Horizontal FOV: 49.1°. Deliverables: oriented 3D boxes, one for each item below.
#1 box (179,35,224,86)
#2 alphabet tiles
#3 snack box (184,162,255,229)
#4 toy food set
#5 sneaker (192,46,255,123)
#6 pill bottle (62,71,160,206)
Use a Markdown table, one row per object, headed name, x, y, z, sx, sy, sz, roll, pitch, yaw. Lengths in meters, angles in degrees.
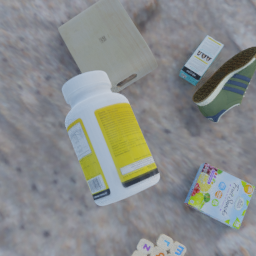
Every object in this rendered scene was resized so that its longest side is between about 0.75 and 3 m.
| name | x | y | z | sx | sy | sz | roll | pitch | yaw |
| --- | --- | --- | --- | --- | --- | --- | --- | --- | --- |
| box | 2.071 | -1.907 | 7.901 | 0.571 | 0.341 | 1.387 | 35 | 77 | 10 |
| alphabet tiles | 0.703 | 3.247 | 6.470 | 1.458 | 0.109 | 1.491 | 31 | 86 | -7 |
| snack box | 2.249 | 1.655 | 6.914 | 1.340 | 0.453 | 1.130 | 26 | 77 | 4 |
| toy food set | -0.615 | -2.310 | 7.896 | 1.882 | 0.792 | 2.623 | -31 | 76 | 5 |
| sneaker | 2.762 | -1.083 | 7.462 | 2.274 | 0.762 | 1.021 | -42 | 117 | -8 |
| pill bottle | -0.446 | 0.176 | 5.841 | 1.431 | 1.431 | 2.555 | -22 | 81 | -6 |
